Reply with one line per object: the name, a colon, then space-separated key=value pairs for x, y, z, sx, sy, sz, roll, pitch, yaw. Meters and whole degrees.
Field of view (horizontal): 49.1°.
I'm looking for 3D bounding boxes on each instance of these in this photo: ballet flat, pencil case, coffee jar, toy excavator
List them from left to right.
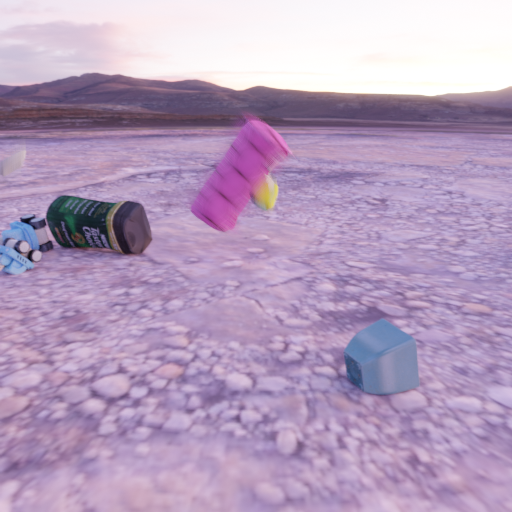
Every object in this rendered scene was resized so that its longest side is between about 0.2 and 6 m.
toy excavator: x=-4.635 y=0.142 z=10.297 sx=0.528 sy=1.058 sz=1.029 roll=10 pitch=-25 yaw=33
toy excavator: x=-5.220 y=-0.349 z=11.775 sx=1.356 sy=0.696 sz=1.394 roll=14 pitch=31 yaw=42
coffee jar: x=-3.265 y=-0.648 z=11.780 sx=2.122 sy=1.107 sz=0.905 roll=6 pitch=42 yaw=21
pencil case: x=-0.325 y=-1.563 z=11.423 sx=1.095 sy=2.338 sz=1.061 roll=39 pitch=23 yaw=4
ballet flat: x=-0.009 y=-1.520 z=12.257 sx=0.663 sy=0.665 sz=1.985 roll=26 pitch=8 yaw=-26

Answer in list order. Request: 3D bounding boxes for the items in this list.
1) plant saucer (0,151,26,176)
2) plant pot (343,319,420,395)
plant saucer: x=-4.668 y=-1.701 z=10.594 sx=0.806 sy=0.202 sz=0.806 roll=-31 pitch=14 yaw=8
plant pot: x=1.405 y=1.229 z=6.507 sx=0.671 sy=0.657 sz=0.659 roll=-18 pitch=22 yaw=-17
